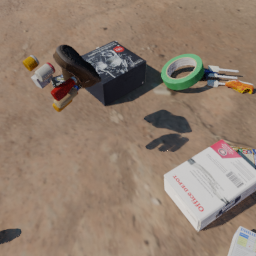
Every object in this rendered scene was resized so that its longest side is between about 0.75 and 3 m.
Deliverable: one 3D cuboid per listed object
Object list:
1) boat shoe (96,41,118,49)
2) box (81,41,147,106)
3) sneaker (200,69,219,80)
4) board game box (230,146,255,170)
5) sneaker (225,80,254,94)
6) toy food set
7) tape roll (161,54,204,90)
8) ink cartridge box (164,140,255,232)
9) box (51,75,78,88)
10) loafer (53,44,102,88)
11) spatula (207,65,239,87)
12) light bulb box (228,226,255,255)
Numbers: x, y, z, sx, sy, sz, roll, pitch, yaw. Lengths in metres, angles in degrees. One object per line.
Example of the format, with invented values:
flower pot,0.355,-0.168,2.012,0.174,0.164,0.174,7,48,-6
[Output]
boat shoe,-1.399,-3.905,14.539,0.797,0.809,2.282,31,62,22
box,-0.829,-2.602,12.947,2.536,1.320,2.310,-34,57,-26
sneaker,3.770,-2.560,13.534,1.343,0.523,0.471,5,26,-24
board game box,4.294,1.196,10.195,1.343,0.311,1.017,8,48,7
sneaker,5.121,-1.886,12.885,1.292,0.472,0.498,13,72,12
toy food set,-1.892,-1.243,7.458,0.863,1.809,0.814,25,62,42
tape roll,2.531,-2.634,13.051,1.957,0.470,1.957,-17,47,19
ink cartridge box,2.637,1.784,8.996,2.476,1.044,1.792,-29,54,-15
box,-2.965,-2.104,13.096,1.022,0.440,0.837,-21,51,-18
loafer,-1.575,-1.653,8.483,0.891,2.510,0.917,-36,75,8
spatula,4.530,-2.413,13.341,1.500,0.120,1.043,6,74,-4
light bulb box,3.412,3.609,7.719,1.178,0.742,1.189,23,51,20
